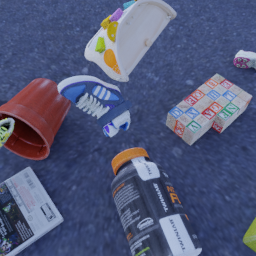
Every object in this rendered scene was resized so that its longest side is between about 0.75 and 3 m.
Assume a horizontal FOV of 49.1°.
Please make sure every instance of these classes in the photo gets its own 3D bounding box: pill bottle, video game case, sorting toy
[{"bbox_3d":[0.504,1.946,7.063,1.558,1.558,2.933,-17,58,-11],"label":"pill bottle"},{"bbox_3d":[-3.035,2.273,7.655,1.799,0.231,1.979,-32,62,-20],"label":"video game case"},{"bbox_3d":[-0.271,-2.309,6.937,1.958,1.162,2.175,12,62,54],"label":"sorting toy"}]

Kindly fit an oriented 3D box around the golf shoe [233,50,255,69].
[{"bbox_3d":[4.971,-2.606,10.770,1.681,0.633,0.769,18,54,11],"label":"golf shoe"}]

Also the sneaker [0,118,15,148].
[{"bbox_3d":[-2.493,0.191,5.184,0.450,0.456,1.193,36,29,-22],"label":"sneaker"}]

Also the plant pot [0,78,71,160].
[{"bbox_3d":[-2.837,-0.395,8.567,1.987,1.987,1.933,15,49,10],"label":"plant pot"}]

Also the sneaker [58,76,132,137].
[{"bbox_3d":[-0.618,-0.395,6.002,1.659,0.668,1.215,5,57,-45],"label":"sneaker"}]

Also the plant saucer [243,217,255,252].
[{"bbox_3d":[4.680,2.697,7.134,2.473,0.592,2.470,36,63,21],"label":"plant saucer"}]

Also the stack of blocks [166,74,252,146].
[{"bbox_3d":[2.669,-0.561,9.266,2.544,0.745,1.465,-37,63,-22],"label":"stack of blocks"}]
